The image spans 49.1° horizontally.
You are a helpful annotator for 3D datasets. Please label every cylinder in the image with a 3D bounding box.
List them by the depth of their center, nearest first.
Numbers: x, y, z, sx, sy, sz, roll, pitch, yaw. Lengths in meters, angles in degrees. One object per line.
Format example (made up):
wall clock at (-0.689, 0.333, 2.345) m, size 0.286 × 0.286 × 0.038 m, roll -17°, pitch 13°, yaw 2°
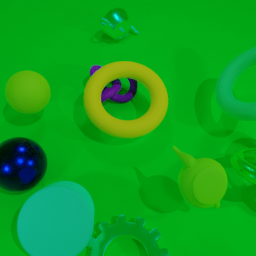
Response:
cylinder at (-1.268, 1.672, 5.253) m, size 1.257 × 1.257 × 1.257 m, roll 1°, pitch 83°, yaw -6°

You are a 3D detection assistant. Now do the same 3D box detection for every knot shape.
knot shape at (3.270, 1.035, 5.958) m, size 2.061 × 0.952 × 1.929 m, roll -29°, pitch 82°, yaw -37°
knot shape at (-0.405, -1.180, 7.758) m, size 1.348 × 0.666 × 1.440 m, roll 3°, pitch 57°, yaw 2°

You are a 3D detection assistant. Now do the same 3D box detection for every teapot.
teapot at (1.316, 0.954, 5.242) m, size 0.921 × 0.725 × 1.481 m, roll -37°, pitch 104°, yaw -11°
teapot at (-0.276, -3.281, 8.996) m, size 1.604 × 0.997 × 0.785 m, roll -7°, pitch 54°, yaw -43°

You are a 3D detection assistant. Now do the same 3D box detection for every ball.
ball at (-2.394, 0.798, 6.153) m, size 1.205 × 1.205 × 1.205 m, roll 0°, pitch 56°, yaw 0°
ball at (-2.400, -0.856, 6.745) m, size 1.029 × 1.029 × 1.029 m, roll 0°, pitch 56°, yaw 0°

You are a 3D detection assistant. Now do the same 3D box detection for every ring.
ring at (3.057, -1.093, 6.598) m, size 2.081 × 0.416 × 2.081 m, roll -27°, pitch 45°, yaw 30°
ring at (-0.046, -0.738, 6.934) m, size 2.092 × 0.418 × 2.092 m, roll 2°, pitch 67°, yaw -4°

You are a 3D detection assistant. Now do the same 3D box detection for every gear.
gear at (-0.045, 2.580, 5.488) m, size 1.650 × 0.305 × 1.650 m, roll 0°, pitch 56°, yaw 0°
